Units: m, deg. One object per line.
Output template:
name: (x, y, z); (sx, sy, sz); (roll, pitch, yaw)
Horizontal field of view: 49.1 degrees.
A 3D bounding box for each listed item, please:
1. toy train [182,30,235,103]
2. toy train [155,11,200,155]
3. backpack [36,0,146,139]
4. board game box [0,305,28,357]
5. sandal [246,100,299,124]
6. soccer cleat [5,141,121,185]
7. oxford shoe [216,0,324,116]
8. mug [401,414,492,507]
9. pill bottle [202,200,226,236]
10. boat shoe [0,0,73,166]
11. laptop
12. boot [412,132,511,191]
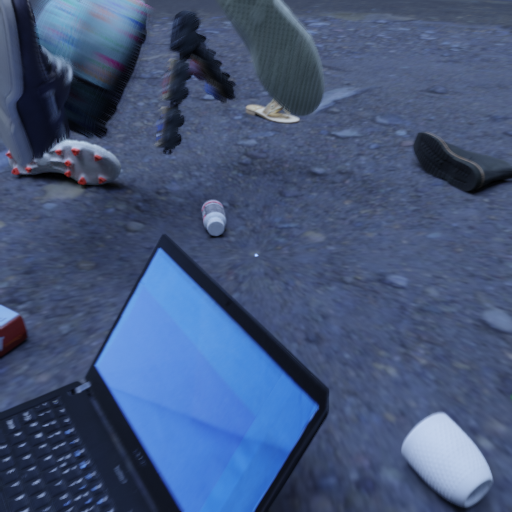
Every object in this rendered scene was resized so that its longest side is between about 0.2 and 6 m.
toy train: (-0.988, -3.627, 10.816); (0.582, 0.434, 2.543); (-4, -13, 16)
toy train: (-0.966, -2.035, 6.636); (0.281, 1.648, 0.377); (1, 16, -39)
backpack: (-2.768, -3.399, 9.317); (1.680, 2.231, 1.981); (28, 37, -19)
board game box: (-5.364, 1.692, 6.184); (2.507, 0.473, 4.869); (19, 37, 26)
sandal: (0.410, -4.043, 15.264); (1.679, 0.552, 0.616); (22, 38, 31)
soccer cleat: (-3.989, -2.090, 11.866); (2.687, 0.931, 1.042); (7, 30, 16)
oxford shoe: (0.270, -4.325, 10.985); (1.284, 3.415, 0.986); (-32, 24, 14)
mug: (1.986, 2.057, 5.575); (0.833, 0.615, 0.730); (16, 22, -40)
pill bottle: (-0.750, -0.663, 10.014); (0.405, 0.405, 0.731); (-5, 32, -7)
boat shoe: (-3.068, -2.470, 7.609); (1.023, 3.260, 1.184); (-30, 77, -27)
laptop: (-1.649, 1.655, 5.010); (3.480, 1.797, 3.084); (-19, 36, -28)
boot: (4.456, -2.068, 12.088); (1.351, 0.757, 1.954); (-12, 47, -27)
